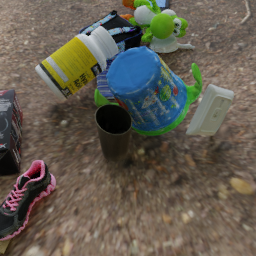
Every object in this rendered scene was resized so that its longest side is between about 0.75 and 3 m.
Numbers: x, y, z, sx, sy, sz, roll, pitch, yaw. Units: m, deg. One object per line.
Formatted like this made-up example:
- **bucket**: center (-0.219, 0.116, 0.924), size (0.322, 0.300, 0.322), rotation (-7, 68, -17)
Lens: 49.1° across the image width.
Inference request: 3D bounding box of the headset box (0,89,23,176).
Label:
- **headset box**: center (-3.750, 0.059, 7.107), size (1.876, 0.947, 2.524), rotation (-10, 46, -10)

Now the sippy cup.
- **sippy cup**: center (0.430, -0.990, 7.038), size (2.459, 1.802, 1.931), rotation (-42, 56, 4)

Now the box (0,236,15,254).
- **box**: center (-2.796, 2.040, 5.717), size (1.072, 0.114, 0.876), rotation (7, 45, 8)

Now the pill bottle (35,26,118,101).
- **pill bottle**: center (-1.433, -1.921, 8.194), size (2.262, 1.259, 1.259), rotation (-40, 54, -5)

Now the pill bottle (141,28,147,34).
- **pill bottle**: center (0.729, -4.159, 11.722), size (0.438, 0.438, 0.780), rotation (-18, 47, -17)

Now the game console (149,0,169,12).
- **game console**: center (0.897, -6.676, 13.431), size (2.313, 1.593, 2.684), rotation (5, 46, 5)

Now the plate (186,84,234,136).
- **plate**: center (2.111, -0.359, 6.946), size (1.317, 1.320, 0.213), rotation (4, 24, -45)

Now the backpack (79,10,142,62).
- **backpack**: center (-0.663, -2.968, 9.639), size (1.857, 1.249, 1.695), rotation (-33, 59, -24)

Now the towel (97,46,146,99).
- **towel**: center (-0.091, -1.992, 9.624), size (1.999, 0.329, 2.761), rotation (-5, 45, -4)

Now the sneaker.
- **sneaker**: center (-2.209, 1.379, 5.755), size (0.725, 0.876, 1.836), rotation (17, 42, 13)

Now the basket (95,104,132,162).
- **basket**: center (-0.336, 0.190, 6.810), size (0.808, 1.188, 1.071), rotation (-19, 49, -18)

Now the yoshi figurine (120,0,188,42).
- **yoshi figurine**: center (0.812, -4.109, 10.562), size (2.872, 1.614, 1.608), rotation (30, 75, 29)

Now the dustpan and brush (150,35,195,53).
- **dustpan and brush**: center (1.726, -3.261, 10.880), size (1.727, 0.494, 1.206), rotation (-2, 47, 8)
